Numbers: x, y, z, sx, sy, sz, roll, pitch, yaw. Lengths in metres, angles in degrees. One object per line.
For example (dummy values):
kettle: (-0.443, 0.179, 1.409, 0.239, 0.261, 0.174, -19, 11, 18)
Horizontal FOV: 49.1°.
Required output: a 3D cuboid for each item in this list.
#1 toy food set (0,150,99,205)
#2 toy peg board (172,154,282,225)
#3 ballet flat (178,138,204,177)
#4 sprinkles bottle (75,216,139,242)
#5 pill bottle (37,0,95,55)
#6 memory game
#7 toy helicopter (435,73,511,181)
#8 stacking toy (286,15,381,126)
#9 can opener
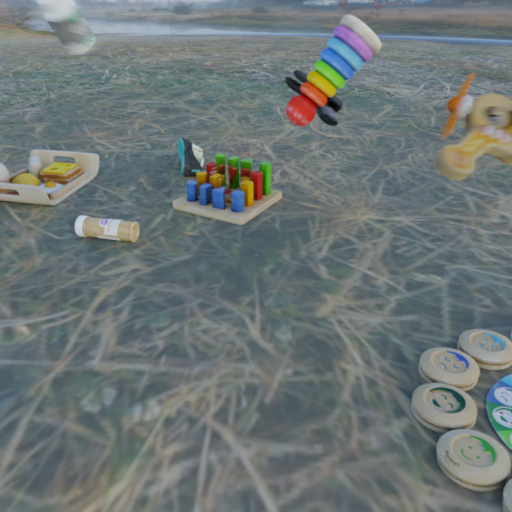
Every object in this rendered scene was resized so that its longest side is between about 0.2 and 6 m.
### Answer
toy food set: (-5.196, -2.005, 13.298, 1.940, 0.817, 2.703, 6, 28, 11)
toy peg board: (-0.626, -1.572, 12.388, 1.816, 0.888, 1.808, 15, 30, 27)
ballet flat: (-1.708, -2.560, 14.737, 0.617, 0.614, 1.805, 3, 36, -14)
sprinkles bottle: (-2.885, -0.524, 10.869, 1.196, 0.408, 0.408, 6, 28, 11)
pill bottle: (-2.858, -3.535, 8.445, 0.493, 0.872, 0.493, -11, 52, 15)
memory game: (3.694, 1.876, 6.365, 3.778, 0.241, 3.778, 0, 27, 0)
toy helicopter: (2.620, -1.465, 6.629, 1.176, 0.702, 1.779, 47, 57, 9)
stacking toy: (0.936, -2.401, 7.476, 0.646, 1.514, 0.646, 39, 13, -10)
can opener: (1.035, -2.776, 9.601, 1.452, 0.460, 0.571, 26, 34, -49)
